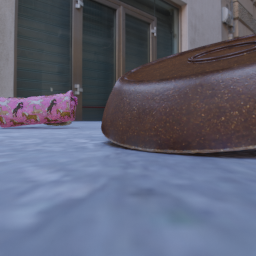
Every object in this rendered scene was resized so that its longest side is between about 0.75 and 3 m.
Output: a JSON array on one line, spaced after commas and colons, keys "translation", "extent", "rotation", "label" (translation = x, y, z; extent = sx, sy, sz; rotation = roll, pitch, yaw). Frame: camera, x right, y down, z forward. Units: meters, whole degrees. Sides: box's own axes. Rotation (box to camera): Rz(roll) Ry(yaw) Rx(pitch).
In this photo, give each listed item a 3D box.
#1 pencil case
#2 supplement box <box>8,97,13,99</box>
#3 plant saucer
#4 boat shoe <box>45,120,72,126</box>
[{"translation": [-2.640, -0.547, 8.207], "extent": [2.273, 0.983, 0.941], "rotation": [-5, -26, 1], "label": "pencil case"}, {"translation": [-3.376, -0.625, 9.516], "extent": [1.339, 0.408, 0.729], "rotation": [6, -34, 7], "label": "supplement box"}, {"translation": [1.059, -0.589, 2.929], "extent": [2.906, 0.500, 2.906], "rotation": [-13, 18, 4], "label": "plant saucer"}, {"translation": [-2.952, -0.291, 11.371], "extent": [1.414, 0.504, 0.456], "rotation": [10, -7, 25], "label": "boat shoe"}]
